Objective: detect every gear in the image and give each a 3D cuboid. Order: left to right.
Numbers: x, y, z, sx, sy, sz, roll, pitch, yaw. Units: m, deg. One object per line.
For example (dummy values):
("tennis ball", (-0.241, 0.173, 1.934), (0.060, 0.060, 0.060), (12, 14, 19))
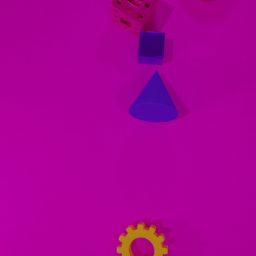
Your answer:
("gear", (0.381, 3.215, 7.437), (1.312, 0.243, 1.312), (-1, 85, 11))

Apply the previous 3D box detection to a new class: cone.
("cone", (0.731, -0.997, 7.587), (1.320, 1.320, 1.325), (6, 71, 1))

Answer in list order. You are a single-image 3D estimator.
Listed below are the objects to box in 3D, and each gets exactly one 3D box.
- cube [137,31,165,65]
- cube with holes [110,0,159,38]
("cube", (0.640, -2.238, 7.890), (0.702, 0.702, 0.702), (4, 85, 0))
("cube with holes", (0.182, -3.344, 7.785), (1.000, 1.000, 1.000), (30, 87, -2))
